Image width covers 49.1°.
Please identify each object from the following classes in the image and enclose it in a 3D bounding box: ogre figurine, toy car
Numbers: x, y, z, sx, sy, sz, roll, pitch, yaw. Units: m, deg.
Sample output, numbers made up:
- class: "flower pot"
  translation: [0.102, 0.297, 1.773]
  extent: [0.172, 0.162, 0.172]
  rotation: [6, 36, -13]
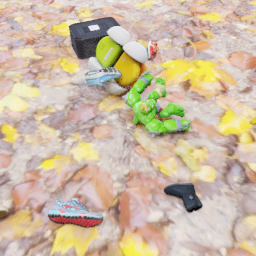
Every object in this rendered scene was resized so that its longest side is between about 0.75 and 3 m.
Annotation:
- class: "ogre figurine"
  translation: [1.084, -0.832, 11.551]
  extent: [1.797, 1.471, 2.998]
  rotation: [-32, 96, -20]
- class: "toy car"
  translation: [-0.241, -3.087, 13.182]
  extent: [2.850, 2.494, 2.137]
  rotation: [49, 26, 23]

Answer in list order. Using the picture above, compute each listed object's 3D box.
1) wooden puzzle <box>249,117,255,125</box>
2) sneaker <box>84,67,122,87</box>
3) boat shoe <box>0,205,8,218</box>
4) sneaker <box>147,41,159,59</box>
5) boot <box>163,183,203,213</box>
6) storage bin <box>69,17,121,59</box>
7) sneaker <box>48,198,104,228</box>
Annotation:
- class: "wooden puzzle"
  translation: [6.031, -0.066, 11.731]
  extent: [1.078, 0.187, 1.598]
  rotation: [-37, 57, -24]
- class: "sneaker"
  translation: [-1.059, -2.169, 12.165]
  extent: [1.619, 0.728, 0.635]
  rotation: [-10, 35, -5]
- class: "boat shoe"
  translation: [-4.730, 2.628, 8.953]
  extent: [1.755, 0.625, 0.566]
  rotation: [-6, 47, -5]
- class: "sneaker"
  translation: [1.372, -4.310, 15.339]
  extent: [0.647, 0.587, 1.524]
  rotation: [10, 48, 3]
- class: "boot"
  translation: [1.842, 2.334, 9.339]
  extent: [1.136, 0.434, 0.954]
  rotation: [-3, 43, -11]
- class: "storage bin"
  translation: [-1.760, -5.024, 15.527]
  extent: [2.669, 1.251, 1.804]
  rotation: [-16, 50, -16]
- class: "sneaker"
  translation: [-1.616, 2.600, 8.932]
  extent: [1.777, 0.705, 0.849]
  rotation: [7, 46, 5]
